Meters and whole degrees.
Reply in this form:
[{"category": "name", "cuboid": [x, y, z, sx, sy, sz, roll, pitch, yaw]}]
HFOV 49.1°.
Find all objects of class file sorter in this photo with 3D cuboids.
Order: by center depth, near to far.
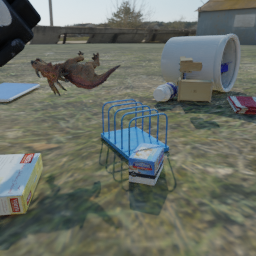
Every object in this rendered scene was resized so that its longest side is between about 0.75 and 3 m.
[{"category": "file sorter", "cuboid": [0.127, -0.054, 6.907, 1.103, 0.975, 1.589, -10, 22, -26]}]

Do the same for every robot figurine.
[{"category": "robot figurine", "cuboid": [-3.541, -2.591, 7.504, 2.405, 1.501, 1.807, -40, 26, -2]}]

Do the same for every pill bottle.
[{"category": "pill bottle", "cuboid": [1.462, -1.401, 11.017, 0.654, 0.654, 1.093, 13, 24, 32]}]

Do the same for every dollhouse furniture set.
[{"category": "dollhouse furniture set", "cuboid": [2.678, -2.156, 11.347, 1.273, 1.842, 1.951, 3, 32, 7]}]

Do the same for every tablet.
[{"category": "tablet", "cuboid": [-5.266, -1.567, 12.129, 1.900, 0.199, 2.921, 3, 21, 7]}]

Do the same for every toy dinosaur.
[{"category": "toy dinosaur", "cuboid": [-1.183, -1.234, 6.674, 1.910, 0.820, 1.294, 10, 35, 9]}]

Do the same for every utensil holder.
[{"category": "utensil holder", "cuboid": [3.333, -3.022, 12.931, 2.888, 2.454, 2.454, 13, 24, 38]}]

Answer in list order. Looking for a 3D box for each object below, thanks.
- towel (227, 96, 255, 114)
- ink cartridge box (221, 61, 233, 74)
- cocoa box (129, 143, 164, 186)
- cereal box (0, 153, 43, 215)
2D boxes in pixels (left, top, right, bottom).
[{"category": "towel", "cuboid": [5.084, -0.858, 10.076, 2.648, 0.301, 1.907, 3, 20, 9]}, {"category": "ink cartridge box", "cuboid": [3.739, -2.422, 12.432, 0.888, 0.348, 1.876, -16, -5, -21]}, {"category": "cocoa box", "cuboid": [0.375, 0.687, 5.539, 0.525, 0.516, 0.787, 7, 21, 18]}, {"category": "cereal box", "cuboid": [-2.704, 0.970, 4.905, 2.122, 0.419, 1.527, -2, 20, -5]}]
